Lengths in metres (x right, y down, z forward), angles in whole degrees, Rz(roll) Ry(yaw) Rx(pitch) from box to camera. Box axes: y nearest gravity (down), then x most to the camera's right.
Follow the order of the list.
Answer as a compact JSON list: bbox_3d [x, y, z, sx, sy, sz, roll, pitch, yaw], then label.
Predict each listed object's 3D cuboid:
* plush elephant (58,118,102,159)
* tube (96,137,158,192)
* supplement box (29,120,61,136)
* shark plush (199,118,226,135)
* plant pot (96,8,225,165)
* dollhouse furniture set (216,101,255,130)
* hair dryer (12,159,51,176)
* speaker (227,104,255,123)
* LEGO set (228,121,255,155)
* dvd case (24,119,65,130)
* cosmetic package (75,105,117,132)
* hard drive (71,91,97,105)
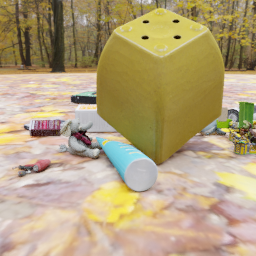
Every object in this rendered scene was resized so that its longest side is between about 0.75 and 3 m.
[{"bbox_3d":[-1.311,0.183,7.620,1.281,0.992,1.055,2,14,8],"label":"plush elephant"},{"bbox_3d":[-0.077,0.658,6.594,1.037,0.675,2.678,22,4,-18],"label":"tube"},{"bbox_3d":[-2.755,-0.003,9.379,0.996,0.303,0.542,-1,38,-12],"label":"supplement box"},{"bbox_3d":[2.639,-0.106,9.540,1.506,0.627,0.684,-3,14,-10],"label":"shark plush"},{"bbox_3d":[0.752,-1.267,6.903,2.570,2.629,2.554,-35,54,-23],"label":"plant pot"},{"bbox_3d":[3.884,-0.366,9.297,1.646,0.826,1.078,3,-2,-32],"label":"dollhouse furniture set"},{"bbox_3d":[-2.205,0.854,6.516,0.861,0.234,0.656,-8,15,-32],"label":"hair dryer"},{"bbox_3d":[4.547,-0.474,10.780,1.885,0.766,0.766,-10,17,-36],"label":"speaker"},{"bbox_3d":[3.629,0.020,8.054,1.458,1.099,1.896,5,15,20],"label":"LEGO set"},{"bbox_3d":[-2.919,-0.086,10.390,1.098,0.181,1.461,13,19,41],"label":"dvd case"},{"bbox_3d":[-0.704,-0.367,10.197,2.303,0.821,1.168,0,14,-4],"label":"cosmetic package"},{"bbox_3d":[-1.623,-1.730,16.259,2.822,0.534,1.972,7,15,23],"label":"hard drive"}]
